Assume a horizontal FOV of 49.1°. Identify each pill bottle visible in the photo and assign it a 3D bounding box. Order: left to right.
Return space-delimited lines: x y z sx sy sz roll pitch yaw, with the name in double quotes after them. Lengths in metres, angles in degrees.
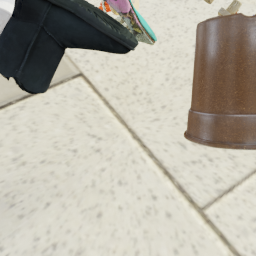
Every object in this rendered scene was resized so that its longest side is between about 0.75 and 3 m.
-3.081 -3.120 7.703 1.504 1.504 2.641 0 40 0 "pill bottle"

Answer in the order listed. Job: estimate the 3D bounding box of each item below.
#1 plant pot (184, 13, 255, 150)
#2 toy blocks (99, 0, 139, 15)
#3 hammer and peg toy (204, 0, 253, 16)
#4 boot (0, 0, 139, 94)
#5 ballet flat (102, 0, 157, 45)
2.256 -0.954 5.507 2.302 2.279 2.302 -3 11 1 "plant pot"
-0.508 -3.019 7.881 1.653 1.378 0.600 3 11 34 "toy blocks"
2.665 -2.657 7.122 2.279 0.804 1.677 41 24 1 "hammer and peg toy"
-1.284 -1.510 5.500 2.413 2.028 0.922 25 29 -18 "boot"
-0.072 -2.621 6.619 0.815 2.291 0.792 -29 61 15 "ballet flat"
